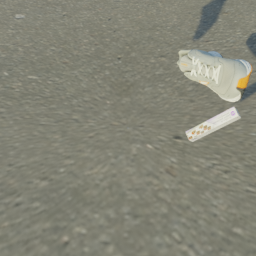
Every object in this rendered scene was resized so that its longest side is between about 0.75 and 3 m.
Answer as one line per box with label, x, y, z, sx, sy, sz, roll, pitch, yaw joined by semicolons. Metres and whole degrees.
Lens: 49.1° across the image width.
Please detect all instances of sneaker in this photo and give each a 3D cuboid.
sneaker;1.527;-1.093;5.447;0.967;0.796;2.103;10;19;-11

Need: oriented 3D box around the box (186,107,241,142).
box;1.603;-0.054;5.326;1.031;0.214;0.199;-31;64;26
